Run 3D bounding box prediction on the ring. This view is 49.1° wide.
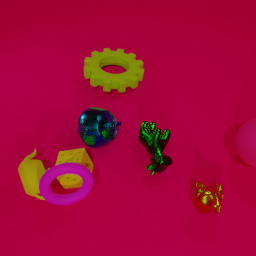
[{"bbox_3d":[-1.462,1.350,6.691,1.286,1.286,0.257,-15,37,-10],"label":"ring"}]

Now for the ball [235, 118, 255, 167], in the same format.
[{"bbox_3d":[3.495,0.381,7.299,1.326,1.326,1.326,0,57,0],"label":"ball"}]

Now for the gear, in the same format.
[{"bbox_3d":[-0.480,-2.023,9.620,2.017,0.373,2.017,4,47,-4],"label":"gear"}]

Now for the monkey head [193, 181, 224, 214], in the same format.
[{"bbox_3d":[1.993,1.703,6.947,0.694,1.151,0.828,7,41,28],"label":"monkey head"}]

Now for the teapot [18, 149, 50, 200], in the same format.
[{"bbox_3d":[-2.438,1.222,7.412,0.766,0.973,1.565,-19,58,-22],"label":"teapot"}]

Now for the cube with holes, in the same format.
[{"bbox_3d":[-1.425,1.078,7.433,0.717,0.717,0.717,-9,43,12],"label":"cube with holes"}]

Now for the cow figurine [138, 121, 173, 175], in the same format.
[{"bbox_3d":[0.724,0.571,7.866,0.722,1.294,1.315,4,18,-39],"label":"cow figurine"}]

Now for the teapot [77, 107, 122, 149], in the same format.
[{"bbox_3d":[-0.831,-0.027,7.931,0.957,1.955,1.216,-9,91,34],"label":"teapot"}]
